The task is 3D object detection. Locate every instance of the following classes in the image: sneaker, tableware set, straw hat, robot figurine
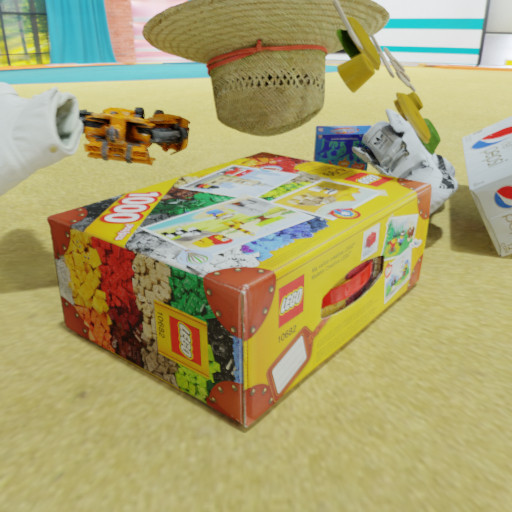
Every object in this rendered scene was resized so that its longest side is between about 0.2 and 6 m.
[{"bbox_3d":[-3.567,-2.162,8.956,1.698,1.083,2.939,-26,46,2],"label":"sneaker"},{"bbox_3d":[1.934,-2.471,8.385,0.436,1.915,2.843,-31,-20,28],"label":"tableware set"},{"bbox_3d":[0.235,-3.279,10.546,4.556,1.928,4.556,-4,6,0],"label":"straw hat"},{"bbox_3d":[-2.353,-2.405,11.083,2.271,0.912,3.133,7,18,3],"label":"robot figurine"},{"bbox_3d":[2.947,-1.801,11.534,2.071,1.354,3.603,43,28,2],"label":"sneaker"}]

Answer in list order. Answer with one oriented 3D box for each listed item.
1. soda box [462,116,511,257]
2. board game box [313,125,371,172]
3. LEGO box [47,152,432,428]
[{"bbox_3d":[5.298,-1.671,11.524,1.542,1.441,4.527,-23,15,26],"label":"soda box"},{"bbox_3d":[1.982,-2.253,13.160,1.277,1.679,0.378,-1,47,-1],"label":"board game box"},{"bbox_3d":[-0.020,-0.033,8.077,3.348,1.735,4.495,18,30,34],"label":"LEGO box"}]
